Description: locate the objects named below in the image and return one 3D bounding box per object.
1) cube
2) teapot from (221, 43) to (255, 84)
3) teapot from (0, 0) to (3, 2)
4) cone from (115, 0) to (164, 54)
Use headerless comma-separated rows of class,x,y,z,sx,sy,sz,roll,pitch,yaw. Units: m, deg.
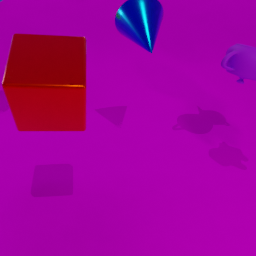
cube,-0.938,-0.530,3.426,0.849,0.849,0.849,0,56,-9
teapot,2.624,-1.348,6.094,1.630,0.798,1.013,3,24,-31
teapot,-3.057,-3.321,6.226,0.693,1.416,0.880,17,28,-52
cone,0.353,-1.909,5.745,1.074,1.074,1.078,-8,59,-11
